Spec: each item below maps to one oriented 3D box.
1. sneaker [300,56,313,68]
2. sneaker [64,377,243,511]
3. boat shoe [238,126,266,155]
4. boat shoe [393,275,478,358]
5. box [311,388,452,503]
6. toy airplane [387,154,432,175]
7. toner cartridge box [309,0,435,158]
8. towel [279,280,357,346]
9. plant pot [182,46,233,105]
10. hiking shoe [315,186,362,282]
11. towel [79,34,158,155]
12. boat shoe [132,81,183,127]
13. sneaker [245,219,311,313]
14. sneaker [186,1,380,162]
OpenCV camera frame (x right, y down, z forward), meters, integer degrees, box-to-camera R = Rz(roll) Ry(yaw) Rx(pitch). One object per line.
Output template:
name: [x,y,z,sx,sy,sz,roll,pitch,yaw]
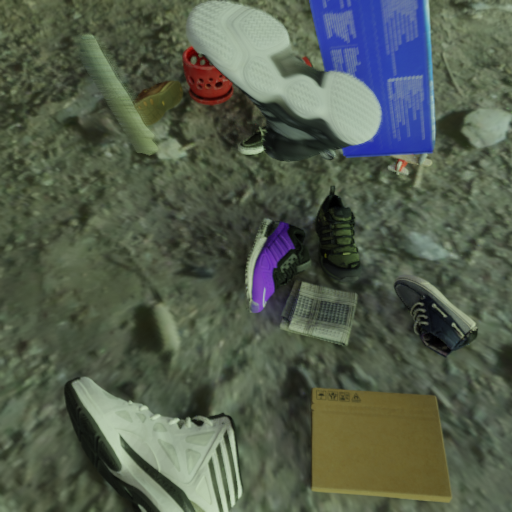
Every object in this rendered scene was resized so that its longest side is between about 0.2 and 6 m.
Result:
sneaker: [1.105,-4.051,14.276,1.208,0.910,2.584,-19,50,7]
sneaker: [-1.357,2.581,7.988,1.685,1.105,2.929,-31,61,-36]
boat shoe: [0.184,-2.865,13.291,1.469,0.468,0.519,-29,53,-24]
boat shoe: [2.888,1.000,9.558,0.775,0.624,1.671,-29,54,-34]
box: [1.768,2.731,8.244,1.937,0.206,1.583,3,48,2]
toy airplane: [3.340,-2.288,12.614,0.958,0.676,0.954,-12,49,-11]
toner cartridge box: [2.214,-3.508,10.141,1.838,3.869,0.835,0,53,20]
towel: [1.111,0.958,9.899,1.235,0.213,1.189,12,48,12]
plant pot: [-1.191,-4.642,14.439,1.334,1.215,1.334,0,46,0]
hiking shoe: [1.527,-0.414,10.633,0.755,1.003,1.993,-7,47,-7]
towel: [-2.324,-2.690,9.581,0.365,2.112,2.033,-32,20,-9]
boat shoe: [-2.659,-3.834,14.093,0.668,0.712,1.977,16,45,27]
sneaker: [0.448,0.145,10.279,1.089,0.761,2.190,10,47,8]
sneaker: [0.230,-2.682,9.487,3.461,1.970,1.306,29,69,-10]
